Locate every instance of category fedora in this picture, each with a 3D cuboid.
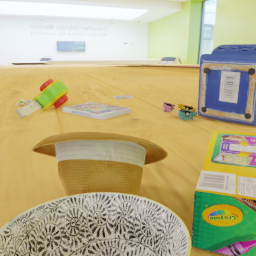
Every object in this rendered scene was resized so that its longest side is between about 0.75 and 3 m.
[{"bbox_3d":[-0.332,0.567,3.469,1.768,0.721,1.768,1,-16,0],"label":"fedora"}]

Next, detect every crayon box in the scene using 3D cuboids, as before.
[{"bbox_3d":[1.716,0.697,3.641,1.421,0.697,2.392,6,16,20],"label":"crayon box"}]

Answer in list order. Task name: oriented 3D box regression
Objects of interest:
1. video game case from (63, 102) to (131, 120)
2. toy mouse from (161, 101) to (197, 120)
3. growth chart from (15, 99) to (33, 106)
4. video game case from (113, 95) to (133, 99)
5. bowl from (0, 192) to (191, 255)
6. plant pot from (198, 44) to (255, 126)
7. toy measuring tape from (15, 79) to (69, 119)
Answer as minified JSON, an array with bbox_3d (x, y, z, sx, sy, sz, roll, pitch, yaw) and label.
[{"bbox_3d":[-1.062,-0.607,9.433,1.912,0.172,1.369,12,19,38],"label":"video game case"},{"bbox_3d":[1.533,-0.499,8.577,1.522,0.295,1.353,21,21,25],"label":"toy mouse"},{"bbox_3d":[-3.379,-1.048,11.093,1.907,0.169,1.380,-4,15,-16],"label":"growth chart"},{"bbox_3d":[-0.219,-1.379,12.457,0.754,0.068,0.540,-6,16,-19],"label":"video game case"},{"bbox_3d":[-0.269,1.102,2.138,1.456,0.684,1.456,-1,12,0],"label":"bowl"},{"bbox_3d":[3.295,-1.293,8.311,2.194,2.194,1.973,15,27,38],"label":"plant pot"},{"bbox_3d":[-2.721,-1.079,9.515,1.059,1.059,2.879,2,18,9],"label":"toy measuring tape"}]
